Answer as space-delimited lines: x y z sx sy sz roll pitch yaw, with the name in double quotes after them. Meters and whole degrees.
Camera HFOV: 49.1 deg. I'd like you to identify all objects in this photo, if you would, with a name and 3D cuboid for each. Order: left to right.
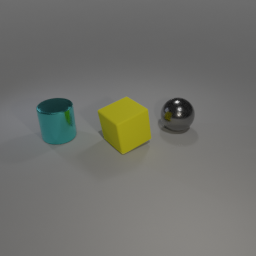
-2.823 -0.291 11.166 1.400 1.400 1.400 -1 31 0 "cylinder"
-0.121 -0.127 10.699 1.400 1.400 1.400 -28 39 -23 "cube"
2.058 -0.562 11.632 1.400 1.400 1.400 0 31 0 "ball"
